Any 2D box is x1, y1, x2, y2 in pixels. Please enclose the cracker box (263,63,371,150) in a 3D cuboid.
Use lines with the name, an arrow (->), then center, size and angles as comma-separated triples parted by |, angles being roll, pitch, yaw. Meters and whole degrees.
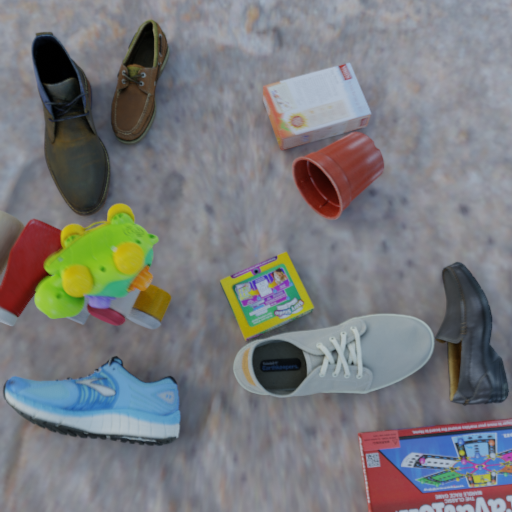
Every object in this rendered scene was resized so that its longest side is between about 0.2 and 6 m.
cracker box -> 0.969, -2.433, 9.136 | 1.516, 0.437, 1.016 | -16, 73, -3

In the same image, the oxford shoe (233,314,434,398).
oxford shoe -> 1.111, 1.416, 7.760 | 2.864, 0.827, 1.077 | -7, 78, -3

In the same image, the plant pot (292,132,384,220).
plant pot -> 1.297, -1.284, 8.542 | 1.059, 1.089, 1.089 | -36, 76, -19

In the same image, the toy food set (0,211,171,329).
toy food set -> -2.843, 0.502, 7.532 | 3.169, 1.513, 1.426 | 25, 70, -6

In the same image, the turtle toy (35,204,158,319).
turtle toy -> -1.931, 0.172, 6.771 | 1.676, 0.847, 1.222 | -25, 39, -1

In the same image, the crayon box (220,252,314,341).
crayon box -> 0.154, 0.597, 8.295 | 1.105, 0.322, 0.953 | -23, 76, -7

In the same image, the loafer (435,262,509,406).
loafer -> 2.914, 1.093, 7.944 | 0.737, 0.742, 2.039 | -10, 73, -1

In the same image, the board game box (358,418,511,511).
board game box -> 2.980, 3.050, 7.584 | 2.990, 0.291, 1.539 | -5, 74, -2

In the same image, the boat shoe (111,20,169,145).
boat shoe -> -1.968, -2.863, 9.127 | 0.748, 0.707, 2.080 | 8, 73, 2

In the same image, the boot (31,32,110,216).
boot -> -2.942, -2.016, 8.553 | 1.015, 1.317, 2.718 | -15, 74, -4

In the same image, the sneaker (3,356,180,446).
sneaker -> -2.203, 1.920, 7.721 | 2.402, 0.941, 1.080 | 10, 62, -6
